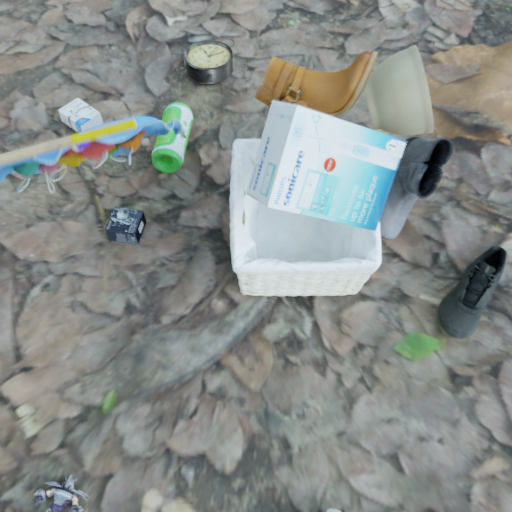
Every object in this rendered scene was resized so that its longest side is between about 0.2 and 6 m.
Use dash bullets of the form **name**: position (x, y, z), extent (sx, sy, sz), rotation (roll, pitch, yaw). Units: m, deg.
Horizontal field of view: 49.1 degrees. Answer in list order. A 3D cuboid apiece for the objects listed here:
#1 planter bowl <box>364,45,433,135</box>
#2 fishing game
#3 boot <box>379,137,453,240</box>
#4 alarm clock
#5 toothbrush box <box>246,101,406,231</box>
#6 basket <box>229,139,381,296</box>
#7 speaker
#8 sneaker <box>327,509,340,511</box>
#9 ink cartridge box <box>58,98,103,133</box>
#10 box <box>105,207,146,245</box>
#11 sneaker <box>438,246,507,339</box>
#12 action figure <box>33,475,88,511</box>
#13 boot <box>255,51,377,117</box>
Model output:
- **planter bowl**: position (2.572, -2.929, 10.377), extent (1.068, 1.587, 1.587), rotation (-13, 53, 15)
- **fishing game**: position (-2.688, -1.508, 8.819), extent (3.326, 4.645, 0.722), rotation (-17, 101, -10)
- **boot**: position (2.537, -1.088, 9.356), extent (0.670, 1.919, 1.263), rotation (13, 14, -8)
- **alarm clock**: position (-1.125, -5.145, 14.639), extent (1.286, 0.635, 1.906), rotation (24, 60, 17)
- **toothbrush box**: position (0.997, -1.273, 8.063), extent (1.921, 1.407, 0.819), rotation (11, 14, -27)
- **basket**: position (0.838, -0.637, 10.272), extent (2.518, 2.025, 2.495), rotation (-1, 71, 2)
- **speaker**: position (-1.914, -2.733, 12.872), extent (0.754, 0.754, 1.706), rotation (4, 55, 3)
- **sneaker**: position (1.573, 4.522, 7.845), extent (1.911, 0.744, 0.949), rotation (30, 66, 30)
- **ink cartridge box**: position (-4.249, -3.365, 13.543), extent (0.859, 0.362, 0.627), rotation (35, 62, 22)
- **box**: position (-2.689, -0.618, 11.587), extent (0.638, 0.402, 0.649), rotation (7, 55, 7)
- **sneaker**: position (4.032, 0.604, 10.392), extent (0.791, 0.946, 2.083), rotation (27, 60, 16)
- **action figure**: position (-3.035, 3.884, 8.405), extent (0.788, 0.420, 1.210), rotation (9, 51, 15)
- **boot**: position (0.902, -2.765, 8.856), extent (1.475, 1.900, 0.729), rotation (35, 54, -2)
